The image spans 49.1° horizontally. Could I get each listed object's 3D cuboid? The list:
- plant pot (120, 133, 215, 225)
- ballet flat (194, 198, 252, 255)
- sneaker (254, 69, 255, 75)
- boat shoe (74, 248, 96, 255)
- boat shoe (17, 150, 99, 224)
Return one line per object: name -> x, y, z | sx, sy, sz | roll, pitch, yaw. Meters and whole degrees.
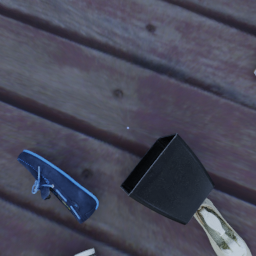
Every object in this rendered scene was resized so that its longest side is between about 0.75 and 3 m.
plant pot -> 0.921, 1.223, 6.313 | 1.419, 1.596, 1.600 | 41, 80, -2
ballet flat -> 2.176, 2.488, 6.422 | 0.706, 0.706, 2.032 | -38, 81, -8
sneaker -> 4.217, -1.494, 7.332 | 1.565, 0.558, 0.880 | -27, 75, 2
boat shoe -> -1.472, 3.265, 6.292 | 1.645, 0.588, 0.492 | -21, 73, -8
boat shoe -> -1.745, 1.356, 6.512 | 2.243, 0.944, 0.770 | 33, 69, 9
